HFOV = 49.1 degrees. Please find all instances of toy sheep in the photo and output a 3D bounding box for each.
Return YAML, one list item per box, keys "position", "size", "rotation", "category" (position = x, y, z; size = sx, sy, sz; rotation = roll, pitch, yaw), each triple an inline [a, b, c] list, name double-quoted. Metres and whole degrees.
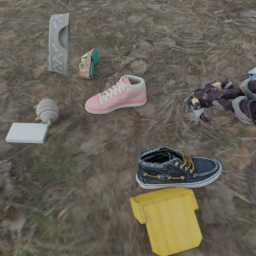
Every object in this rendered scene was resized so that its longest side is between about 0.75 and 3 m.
- position: [-3.115, -0.618, 10.810]
  size: [0.932, 0.932, 1.351]
  rotation: [-13, 60, -12]
  category: "toy sheep"

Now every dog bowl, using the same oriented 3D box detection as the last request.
- position: [-2.395, -2.959, 9.915]
  size: [0.629, 2.144, 2.144]
  rotation: [2, 45, -11]
  category: "dog bowl"

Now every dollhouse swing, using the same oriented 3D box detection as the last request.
- position: [1.087, 2.582, 7.948]
  size: [1.618, 1.470, 1.422]
  rotation: [-12, 86, -11]
  category: "dollhouse swing"

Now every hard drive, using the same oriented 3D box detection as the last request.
- position: [-3.739, 0.177, 10.468]
  size: [1.361, 0.179, 0.897]
  rotation: [1, 46, 2]
  category: "hard drive"

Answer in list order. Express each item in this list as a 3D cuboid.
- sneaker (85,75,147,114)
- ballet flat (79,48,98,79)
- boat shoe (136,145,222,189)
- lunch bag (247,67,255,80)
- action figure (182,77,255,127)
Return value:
- position: [-0.492, -1.435, 11.243]
  size: [2.586, 1.352, 0.973]
  rotation: [-11, 49, -9]
  category: "sneaker"
- position: [-1.919, -3.135, 13.358]
  size: [0.715, 0.723, 2.125]
  rotation: [0, 44, 7]
  category: "ballet flat"
- position: [1.662, 1.170, 8.716]
  size: [2.826, 1.283, 1.000]
  rotation: [-7, 46, -7]
  category: "boat shoe"
- position: [5.974, -2.320, 12.589]
  size: [0.853, 0.639, 1.003]
  rotation: [-31, 63, -27]
  category: "lunch bag"
- position: [2.419, -0.712, 7.223]
  size: [1.594, 0.850, 2.450]
  rotation: [-46, 23, -11]
  category: "action figure"
